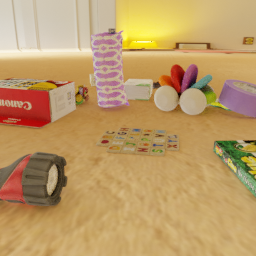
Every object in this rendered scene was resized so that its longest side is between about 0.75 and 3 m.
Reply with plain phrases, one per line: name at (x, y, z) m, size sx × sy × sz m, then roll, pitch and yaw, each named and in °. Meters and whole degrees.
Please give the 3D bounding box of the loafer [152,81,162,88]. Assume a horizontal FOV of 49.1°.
loafer at (1.532, -2.205, 14.031) m, size 0.359 × 0.314 × 0.998 m, roll 12°, pitch 23°, yaw 31°

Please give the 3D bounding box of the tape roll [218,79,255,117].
tape roll at (4.006, -1.037, 9.520) m, size 1.673 × 0.711 × 1.673 m, roll 10°, pitch 28°, yaw -5°

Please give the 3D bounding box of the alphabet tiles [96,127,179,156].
alphabet tiles at (0.289, 0.303, 7.207) m, size 2.033 × 0.064 × 1.692 m, roll 3°, pitch 20°, yaw 9°

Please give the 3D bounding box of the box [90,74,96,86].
box at (-1.712, -2.553, 14.797) m, size 0.566 × 0.464 × 1.193 m, roll -3°, pitch 19°, yaw -9°

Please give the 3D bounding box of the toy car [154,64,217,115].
toy car at (2.050, -1.451, 9.894) m, size 2.152 × 1.614 × 1.883 m, roll 11°, pitch 21°, yaw 29°

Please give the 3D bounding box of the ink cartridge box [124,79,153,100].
ink cartridge box at (0.450, -1.677, 11.989) m, size 1.102 × 0.664 × 1.517 m, roll 4°, pitch 21°, yaw 8°

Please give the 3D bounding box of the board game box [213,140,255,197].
board game box at (2.826, 0.860, 5.262) m, size 1.482 × 0.332 × 2.829 m, roll -3°, pitch 19°, yaw -4°

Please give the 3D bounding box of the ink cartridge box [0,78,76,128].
ink cartridge box at (-3.353, -0.916, 9.174) m, size 2.535 × 1.063 × 2.226 m, roll 6°, pitch 20°, yaw 15°

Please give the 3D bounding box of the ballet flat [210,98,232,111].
ballet flat at (3.445, -0.919, 10.287) m, size 0.349 × 0.351 × 1.046 m, roll -11°, pitch 22°, yaw -29°

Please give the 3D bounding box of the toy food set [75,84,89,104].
toy food set at (-1.749, -1.275, 10.865) m, size 0.412 × 0.741 × 1.260 m, roll 18°, pitch 18°, yaw 6°

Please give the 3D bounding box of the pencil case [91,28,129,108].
pencil case at (-0.621, -2.060, 9.871) m, size 1.158 × 2.709 × 1.137 m, roll -12°, pitch 21°, yaw -27°

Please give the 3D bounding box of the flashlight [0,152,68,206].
flashlight at (-2.380, 0.750, 4.689) m, size 2.608 × 0.886 × 0.883 m, roll 5°, pitch 21°, yaw 11°
